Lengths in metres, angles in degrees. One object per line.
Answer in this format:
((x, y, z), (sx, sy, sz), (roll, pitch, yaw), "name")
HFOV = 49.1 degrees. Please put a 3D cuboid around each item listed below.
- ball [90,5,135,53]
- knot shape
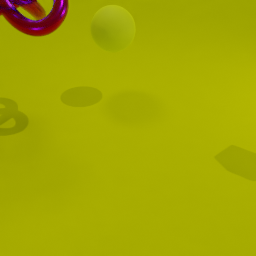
((-0.386, -2.540, 7.213), (1.153, 1.153, 1.153), (0, 40, 0), "ball")
((-2.351, -2.538, 5.625), (1.860, 0.918, 1.988), (-21, 46, -40), "knot shape")
